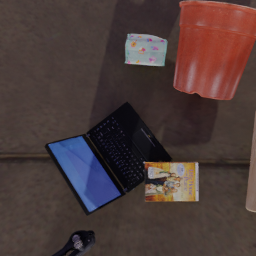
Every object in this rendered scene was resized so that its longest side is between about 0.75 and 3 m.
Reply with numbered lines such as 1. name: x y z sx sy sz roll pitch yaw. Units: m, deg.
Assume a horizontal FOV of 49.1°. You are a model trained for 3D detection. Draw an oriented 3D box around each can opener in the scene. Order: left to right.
1. can opener: -1.571 3.180 6.830 1.853 0.728 0.587 -36 50 -13

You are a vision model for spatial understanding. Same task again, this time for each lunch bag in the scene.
1. lunch bag: 0.535 -2.478 8.778 1.254 1.473 0.898 4 115 -1

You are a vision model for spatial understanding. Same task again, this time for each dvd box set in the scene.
1. dvd box set: 1.191 1.476 7.718 1.471 0.216 1.076 0 90 1

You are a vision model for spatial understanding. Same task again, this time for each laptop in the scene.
1. laptop: -0.495 0.671 7.699 2.548 1.316 2.259 -37 73 2

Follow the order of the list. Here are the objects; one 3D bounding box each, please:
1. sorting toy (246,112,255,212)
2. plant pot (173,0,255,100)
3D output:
1. sorting toy: 4.817 0.934 7.178 2.912 1.019 2.929 -1 70 43
2. plant pot: 2.359 -2.114 7.891 2.374 2.374 2.309 11 108 3
